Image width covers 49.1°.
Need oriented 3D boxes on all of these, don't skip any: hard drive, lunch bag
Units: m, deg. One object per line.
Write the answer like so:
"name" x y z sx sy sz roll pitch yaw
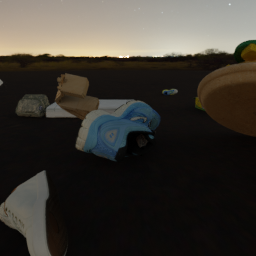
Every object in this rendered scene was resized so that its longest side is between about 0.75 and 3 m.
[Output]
"hard drive" -1.192 -0.710 9.901 2.888 0.385 1.905 0 14 0
"lunch bag" -3.158 -0.683 9.318 0.933 0.650 0.782 3 39 11

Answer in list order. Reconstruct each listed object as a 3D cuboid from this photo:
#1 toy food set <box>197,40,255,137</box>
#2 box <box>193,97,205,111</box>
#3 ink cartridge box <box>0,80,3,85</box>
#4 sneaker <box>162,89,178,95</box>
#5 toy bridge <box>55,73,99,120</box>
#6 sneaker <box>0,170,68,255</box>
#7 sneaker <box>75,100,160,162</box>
"toy food set" 2.948 -0.560 5.826 2.946 0.717 2.916 22 -18 -5
"box" 3.357 -0.858 10.338 1.176 0.485 2.004 -5 17 -16
"ink cartridge box" -5.099 -1.631 10.034 0.237 0.768 0.947 -12 33 46
"sneaker" 2.227 -1.860 14.841 0.802 0.304 0.421 -5 25 9
"toy bridge" -1.157 -0.578 6.476 0.952 0.385 2.831 13 -12 7
"sneaker" -1.044 1.011 3.002 0.632 0.544 1.493 -26 20 -11
"sneaker" 0.093 0.173 5.826 1.167 1.017 2.596 29 26 21
